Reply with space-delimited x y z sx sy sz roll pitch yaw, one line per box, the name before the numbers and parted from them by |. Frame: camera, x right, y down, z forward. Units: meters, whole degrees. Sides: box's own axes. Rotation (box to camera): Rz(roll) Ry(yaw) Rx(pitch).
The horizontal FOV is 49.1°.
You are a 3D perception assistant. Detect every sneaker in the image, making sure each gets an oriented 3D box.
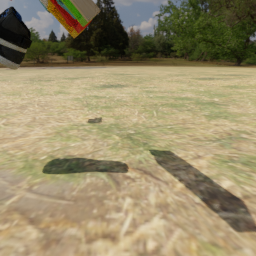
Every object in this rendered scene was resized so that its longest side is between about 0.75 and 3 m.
sneaker | -3.094 -2.367 6.263 2.099 1.174 0.767 35 8 -9

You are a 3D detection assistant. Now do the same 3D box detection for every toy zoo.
toy zoo | -1.595 -2.879 5.925 0.304 1.949 2.970 -44 18 -5
